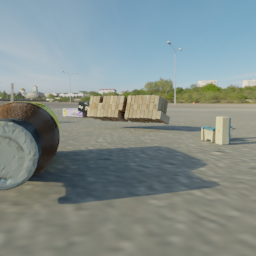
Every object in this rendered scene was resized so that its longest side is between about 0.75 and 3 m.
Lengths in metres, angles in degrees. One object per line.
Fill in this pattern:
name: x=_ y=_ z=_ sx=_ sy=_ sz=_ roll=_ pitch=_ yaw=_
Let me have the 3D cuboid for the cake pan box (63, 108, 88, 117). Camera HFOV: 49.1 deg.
cake pan box: x=-2.819 y=-1.039 z=18.545 sx=2.082 sy=0.591 sz=2.260 roll=7 pitch=8 yaw=39

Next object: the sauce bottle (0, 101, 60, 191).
sauce bottle: x=-1.248 y=0.097 z=3.409 sx=0.874 sy=0.874 sz=2.703 roll=-1 pitch=4 yaw=-15

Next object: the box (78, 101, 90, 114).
box: x=-1.290 y=-1.110 z=16.768 sx=2.146 sy=0.583 sz=2.678 roll=19 pitch=16 yaw=39

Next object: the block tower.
block tower: x=0.001 y=-0.608 z=9.017 sx=2.710 sy=0.783 sz=0.732 roll=5 pitch=-9 yaw=32

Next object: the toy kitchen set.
toy kitchen set: x=2.126 y=0.017 z=6.128 sx=0.769 sy=0.565 sz=0.959 roll=-1 pitch=5 yaw=-14
